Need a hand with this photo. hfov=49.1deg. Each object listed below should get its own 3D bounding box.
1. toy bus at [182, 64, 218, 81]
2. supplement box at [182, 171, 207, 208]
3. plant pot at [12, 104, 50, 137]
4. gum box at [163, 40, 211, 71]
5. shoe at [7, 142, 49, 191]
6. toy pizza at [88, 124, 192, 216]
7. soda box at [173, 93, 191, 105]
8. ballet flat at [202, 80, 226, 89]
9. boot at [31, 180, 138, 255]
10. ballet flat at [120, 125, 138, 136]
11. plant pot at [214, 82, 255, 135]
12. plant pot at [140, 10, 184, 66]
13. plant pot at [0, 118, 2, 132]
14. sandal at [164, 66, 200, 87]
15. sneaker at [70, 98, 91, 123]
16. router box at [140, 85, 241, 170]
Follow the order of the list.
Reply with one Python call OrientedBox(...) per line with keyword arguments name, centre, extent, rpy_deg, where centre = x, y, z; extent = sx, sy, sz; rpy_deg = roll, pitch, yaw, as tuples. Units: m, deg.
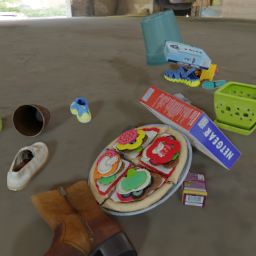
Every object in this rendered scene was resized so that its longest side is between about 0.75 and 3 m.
OrientedBox(name="toy bus", centre=(4.208, -3.378, 16.066), extent=(1.719, 1.215, 1.790), rpy_deg=(0, 22, -29))
OrientedBox(name="supplement box", centre=(1.695, 1.562, 7.247), extent=(0.585, 0.461, 0.894), rpy_deg=(5, 28, 9))
OrientedBox(name="plant pot", centre=(-3.428, -0.382, 10.432), extent=(1.182, 1.182, 1.265), rpy_deg=(3, 13, 6))
OrientedBox(name="gum box", centre=(2.037, -2.610, 9.922), extent=(1.436, 0.376, 1.690), rpy_deg=(11, 29, -4))
OrientedBox(name="shoe", centre=(-2.913, 0.946, 8.295), extent=(0.758, 0.579, 2.169), rpy_deg=(2, 28, 3))
OrientedBox(name="toy pizza", centre=(0.184, 0.865, 7.240), extent=(2.927, 0.464, 2.927), rpy_deg=(-20, 37, 16))
OrientedBox(name="soda box", centre=(2.435, -1.213, 12.667), extent=(0.368, 0.342, 1.077), rpy_deg=(-9, 29, -17))
OrientedBox(name="ballet flat", centre=(4.453, -2.256, 14.664), extent=(1.360, 0.472, 0.472), rpy_deg=(-4, 28, -11))
OrientedBox(name="boot", centre=(-1.535, 2.081, 5.778), extent=(2.577, 0.937, 2.737), rpy_deg=(-17, 31, -28))
OrientedBox(name="ballet flat", centre=(0.376, 0.708, 8.770), extent=(0.626, 0.909, 2.698), rpy_deg=(36, 8, -29))
OrientedBox(name="plant pot", centre=(4.193, -0.719, 10.486), extent=(1.653, 1.500, 1.645), rpy_deg=(20, 34, 33))
OrientedBox(name="plant pot", centre=(1.393, -3.755, 11.579), extent=(1.838, 1.800, 1.838), rpy_deg=(-17, 26, 8))
OrientedBox(name="plant pot", centre=(-5.056, -0.113, 10.224), extent=(0.803, 0.845, 0.845), rpy_deg=(-2, 25, -31))
OrientedBox(name="sandal", centre=(2.977, -2.980, 15.403), extent=(2.215, 0.964, 0.880), rpy_deg=(19, 35, 35))
OrientedBox(name="sneaker", centre=(-1.951, -0.936, 11.520), extent=(0.661, 0.917, 1.745), rpy_deg=(-15, 32, -25))
OrientedBox(name="router box", centre=(1.859, -0.016, 8.389), extent=(2.569, 0.628, 2.306), rpy_deg=(37, 2, -40))
